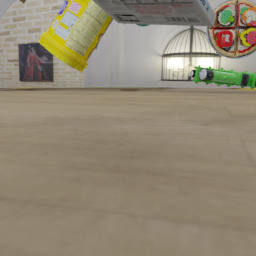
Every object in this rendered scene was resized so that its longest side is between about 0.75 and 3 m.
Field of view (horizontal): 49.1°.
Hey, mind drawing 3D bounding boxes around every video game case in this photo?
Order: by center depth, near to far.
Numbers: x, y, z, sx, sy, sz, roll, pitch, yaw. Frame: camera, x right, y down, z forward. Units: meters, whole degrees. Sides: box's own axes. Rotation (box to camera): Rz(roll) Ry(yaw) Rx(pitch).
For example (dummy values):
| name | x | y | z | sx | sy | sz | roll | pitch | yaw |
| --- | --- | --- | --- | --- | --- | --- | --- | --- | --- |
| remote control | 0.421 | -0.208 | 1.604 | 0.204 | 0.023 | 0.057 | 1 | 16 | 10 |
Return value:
| name | x | y | z | sx | sy | sz | roll | pitch | yaw |
| --- | --- | --- | --- | --- | --- | --- | --- | --- | --- |
| video game case | 0.067 | -2.429 | 4.822 | 2.346 | 0.258 | 2.138 | 20 | -2 | 38 |

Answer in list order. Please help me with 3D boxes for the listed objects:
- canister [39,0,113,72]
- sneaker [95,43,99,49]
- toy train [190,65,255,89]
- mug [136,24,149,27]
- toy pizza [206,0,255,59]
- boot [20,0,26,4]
| name | x | y | z | sx | sy | sz | roll | pitch | yaw |
| --- | --- | --- | --- | --- | --- | --- | --- | --- | --- |
| canister | -1.426 | -3.255 | 8.583 | 1.886 | 2.539 | 1.099 | 41 | 12 | 37 |
| sneaker | -1.433 | -3.050 | 10.379 | 0.774 | 0.356 | 0.293 | 7 | -12 | 35 |
| toy train | 3.476 | -1.665 | 9.382 | 2.966 | 0.619 | 0.836 | 2 | 15 | -21 |
| mug | 0.469 | -3.573 | 8.054 | 1.309 | 1.076 | 0.810 | 7 | 42 | -47 |
| toy pizza | 3.906 | -3.571 | 10.012 | 2.141 | 2.141 | 0.339 | 1 | 5 | 5 |
| boot | -3.134 | -4.300 | 8.760 | 0.387 | 0.796 | 1.057 | 41 | 2 | -27 |
